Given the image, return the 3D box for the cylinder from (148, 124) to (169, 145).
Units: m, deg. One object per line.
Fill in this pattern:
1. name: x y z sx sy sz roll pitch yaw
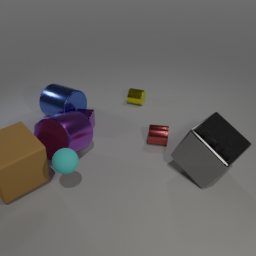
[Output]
1. cylinder: 1.104 0.241 10.159 0.700 0.700 0.700 5 31 8

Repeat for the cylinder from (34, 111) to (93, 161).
1. cylinder: -2.081 0.229 9.187 1.400 1.400 1.400 14 17 22

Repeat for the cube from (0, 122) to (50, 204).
1. cube: -3.230 0.933 7.891 1.400 1.400 1.400 -28 51 -34

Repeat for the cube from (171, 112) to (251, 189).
1. cube: 2.419 0.652 8.299 1.400 1.400 1.400 -29 68 -36

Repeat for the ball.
1. ball: -1.690 0.893 7.557 0.700 0.700 0.700 0 31 0

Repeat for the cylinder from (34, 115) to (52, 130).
1. cylinder: -3.040 -0.033 10.565 0.700 0.700 0.700 13 32 20

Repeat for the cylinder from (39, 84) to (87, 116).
1. cylinder: -2.652 -1.010 11.551 1.400 1.400 1.400 19 36 28

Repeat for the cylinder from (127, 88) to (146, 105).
1. cylinder: 0.398 -1.462 12.999 0.700 0.700 0.700 12 33 18

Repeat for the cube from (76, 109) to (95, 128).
1. cube: -1.731 -0.294 11.055 0.700 0.700 0.700 4 31 7
